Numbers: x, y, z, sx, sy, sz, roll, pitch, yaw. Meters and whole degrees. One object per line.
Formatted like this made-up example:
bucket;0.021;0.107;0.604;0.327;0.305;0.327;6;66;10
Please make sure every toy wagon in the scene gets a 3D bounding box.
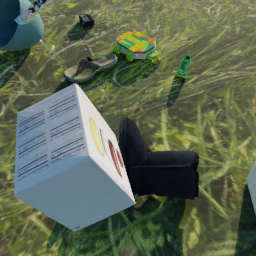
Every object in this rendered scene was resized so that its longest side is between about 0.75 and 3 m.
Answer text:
toy wagon;0.638;-3.993;13.874;1.993;0.508;2.568;-37;58;-28

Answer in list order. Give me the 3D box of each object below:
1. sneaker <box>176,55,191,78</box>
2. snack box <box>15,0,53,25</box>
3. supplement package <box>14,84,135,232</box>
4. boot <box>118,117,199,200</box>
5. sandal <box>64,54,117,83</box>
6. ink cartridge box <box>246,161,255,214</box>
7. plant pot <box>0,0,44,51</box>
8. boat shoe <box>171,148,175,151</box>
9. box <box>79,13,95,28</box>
sneaker;2.546;-2.833;12.780;0.535;0.603;1.443;13;50;11
snack box;-2.610;-3.358;7.880;1.163;0.216;0.676;-36;21;12
supplement package;-0.978;0.566;5.215;1.351;1.757;1.837;-26;47;7
boot;0.944;0.909;9.071;2.503;1.138;2.979;-2;54;2
sandal;-1.727;-2.906;12.718;2.759;0.787;1.096;-33;56;-26
ink cartridge box;5.008;1.999;8.174;2.471;1.061;1.809;2;48;3
plant pot;-5.259;-4.979;13.606;2.802;2.802;1.887;39;19;29
boat shoe;1.695;1.158;9.469;0.355;0.356;0.988;-39;66;6
box;-2.336;-6.086;15.838;0.636;0.355;0.901;-20;51;-13
